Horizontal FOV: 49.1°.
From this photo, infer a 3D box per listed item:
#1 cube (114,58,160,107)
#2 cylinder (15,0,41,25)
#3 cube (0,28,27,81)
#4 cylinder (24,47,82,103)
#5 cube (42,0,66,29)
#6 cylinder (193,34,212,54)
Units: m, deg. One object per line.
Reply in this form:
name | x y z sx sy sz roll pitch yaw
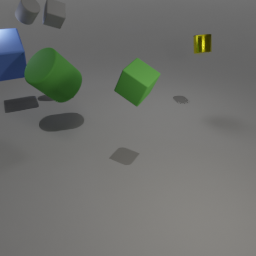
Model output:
cube | 0.216 -1.085 6.641 0.700 0.700 0.700 36 48 6
cylinder | -3.628 -4.234 10.118 0.700 0.700 0.700 -32 2 44
cube | -4.867 -2.862 11.025 1.400 1.400 1.400 -15 60 -22
cylinder | -2.546 -1.789 9.648 1.400 1.400 1.400 -12 63 25
cube | -2.801 -4.324 10.612 0.700 0.700 0.700 7 -21 -29
cylinder | 2.959 -3.333 11.123 0.700 0.700 0.700 -4 14 1
